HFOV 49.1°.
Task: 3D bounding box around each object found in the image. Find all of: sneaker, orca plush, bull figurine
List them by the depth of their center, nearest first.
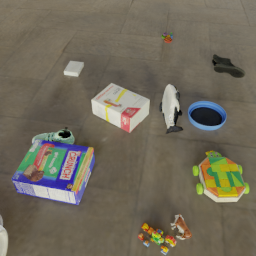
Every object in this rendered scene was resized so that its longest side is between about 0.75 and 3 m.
[{"bbox_3d":[1.562,2.954,8.373,0.483,0.259,0.796,-21,48,-17],"label":"bull figurine"},{"bbox_3d":[-2.772,0.307,10.299,1.546,0.912,0.569,-3,68,-10],"label":"sneaker"},{"bbox_3d":[2.025,-0.734,11.565,0.859,1.272,2.417,20,38,-24],"label":"orca plush"},{"bbox_3d":[5.044,-3.136,14.071,1.834,0.551,0.957,20,54,23],"label":"sneaker"}]

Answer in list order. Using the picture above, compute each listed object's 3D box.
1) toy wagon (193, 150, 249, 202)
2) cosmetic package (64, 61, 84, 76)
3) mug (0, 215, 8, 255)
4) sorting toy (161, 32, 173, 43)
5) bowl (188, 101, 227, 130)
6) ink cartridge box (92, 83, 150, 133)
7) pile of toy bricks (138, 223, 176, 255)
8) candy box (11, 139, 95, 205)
[{"bbox_3d":[3.104,1.533,9.631,1.655,0.422,2.133,-1,46,-1],"label":"toy wagon"},{"bbox_3d":[-2.727,-3.012,14.166,0.725,0.249,0.962,10,47,7],"label":"cosmetic package"},{"bbox_3d":[-4.461,2.968,7.366,2.434,2.050,2.776,6,15,-1],"label":"mug"},{"bbox_3d":[2.317,-5.357,16.338,0.582,0.398,0.969,-11,46,-10],"label":"sorting toy"},{"bbox_3d":[3.287,-0.513,11.700,1.571,0.308,1.571,0,46,0],"label":"bowl"},{"bbox_3d":[-0.318,-0.892,11.693,1.998,0.833,1.450,27,51,23],"label":"ink cartridge box"},{"bbox_3d":[0.799,3.120,8.010,1.089,0.538,0.604,27,52,24],"label":"pile of toy bricks"},{"bbox_3d":[-2.424,1.416,9.451,2.177,0.839,1.841,9,45,7],"label":"candy box"}]
